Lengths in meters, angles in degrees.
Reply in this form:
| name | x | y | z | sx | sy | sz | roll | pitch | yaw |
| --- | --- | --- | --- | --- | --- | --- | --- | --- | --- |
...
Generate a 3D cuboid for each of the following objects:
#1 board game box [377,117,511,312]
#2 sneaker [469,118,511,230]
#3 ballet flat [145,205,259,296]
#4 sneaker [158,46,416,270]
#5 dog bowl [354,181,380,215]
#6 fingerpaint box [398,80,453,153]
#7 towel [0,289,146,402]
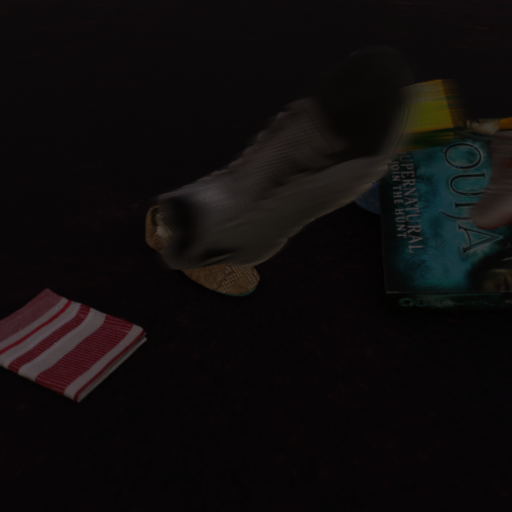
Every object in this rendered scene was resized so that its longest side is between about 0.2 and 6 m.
| name | x | y | z | sx | sy | sz | roll | pitch | yaw |
| --- | --- | --- | --- | --- | --- | --- | --- | --- | --- |
| board game box | 3.502 | -0.873 | 9.592 | 2.743 | 0.571 | 4.056 | -2 | 51 | 10 |
| sneaker | 3.543 | -1.271 | 7.294 | 0.993 | 2.552 | 1.049 | -25 | 67 | -26 |
| ballet flat | -1.057 | -0.182 | 9.616 | 2.682 | 0.876 | 0.946 | 25 | 47 | 34 |
| sneaker | 0.101 | -0.782 | 5.939 | 1.947 | 3.372 | 1.265 | -18 | 67 | -50 |
| dog bowl | 3.541 | -1.527 | 11.147 | 3.949 | 0.979 | 2.201 | 19 | 56 | 26 |
| fingerpaint box | 2.813 | -2.454 | 9.887 | 1.050 | 0.461 | 1.258 | -7 | 54 | 10 |
| towel | -2.835 | 1.207 | 8.066 | 2.083 | 0.237 | 1.500 | 17 | 37 | 24 |
